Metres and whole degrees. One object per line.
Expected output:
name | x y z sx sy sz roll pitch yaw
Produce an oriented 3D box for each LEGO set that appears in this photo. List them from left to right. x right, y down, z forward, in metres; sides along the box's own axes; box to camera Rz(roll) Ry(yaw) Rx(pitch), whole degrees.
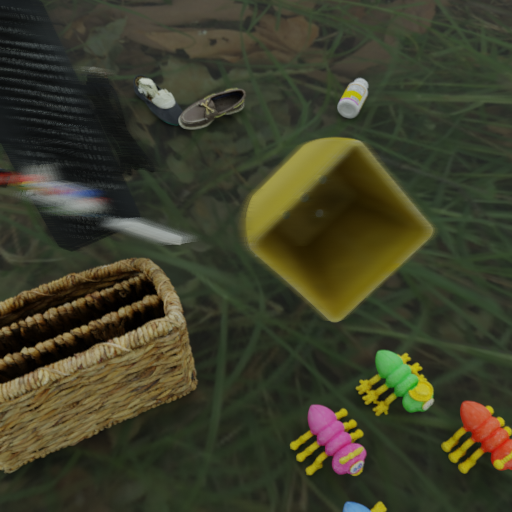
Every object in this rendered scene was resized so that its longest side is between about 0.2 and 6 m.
LEGO set | -2.363 -0.789 7.904 2.584 1.931 0.634 18 87 -16

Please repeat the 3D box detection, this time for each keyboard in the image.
keyboard | -2.915 -1.990 8.613 2.002 3.847 0.762 -27 27 -12

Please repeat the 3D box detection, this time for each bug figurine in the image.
bug figurine | 2.197 2.910 8.323 3.547 0.913 2.751 -33 62 -19

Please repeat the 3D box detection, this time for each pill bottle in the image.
pill bottle | 2.273 -3.675 12.986 0.502 0.502 0.963 21 59 14

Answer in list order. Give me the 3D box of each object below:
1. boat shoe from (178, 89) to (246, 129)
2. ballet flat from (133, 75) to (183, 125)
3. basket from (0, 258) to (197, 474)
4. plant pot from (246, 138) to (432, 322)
boat shoe | -0.987 -3.366 12.711 1.644 0.489 0.591 -23 84 -16
ballet flat | -2.291 -3.658 12.933 0.620 0.620 1.697 -36 63 -21
basket | -2.883 1.217 8.459 3.465 2.582 2.473 -21 59 -13
plant pot | 0.945 -0.558 7.888 1.857 1.857 1.638 -44 28 7
